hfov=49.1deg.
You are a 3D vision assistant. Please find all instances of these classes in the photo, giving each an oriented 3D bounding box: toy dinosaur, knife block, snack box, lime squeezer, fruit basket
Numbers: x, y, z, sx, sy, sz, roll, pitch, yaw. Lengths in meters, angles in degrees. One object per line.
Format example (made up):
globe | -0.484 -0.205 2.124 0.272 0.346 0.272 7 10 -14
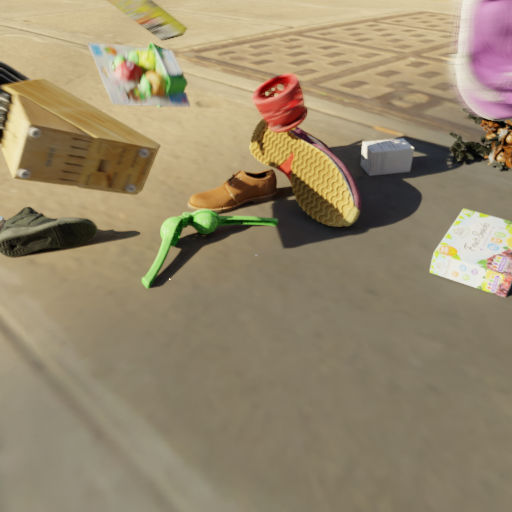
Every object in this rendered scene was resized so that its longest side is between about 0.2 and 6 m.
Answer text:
toy dinosaur | 5.902 -2.781 13.686 1.997 1.503 2.943 10 13 -11
knife block | -3.215 -2.122 8.667 2.815 0.901 2.472 4 38 -39
snack box | 4.050 -0.112 10.010 1.309 0.488 1.841 19 38 26
lime squeezer | -1.038 -0.459 10.484 3.125 0.589 1.104 -26 42 -35
fruit basket | -2.226 -3.552 10.866 1.676 0.786 1.553 -6 63 -41

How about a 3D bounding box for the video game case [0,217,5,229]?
video game case | -5.951 -0.145 10.326 1.620 0.201 2.263 4 34 6

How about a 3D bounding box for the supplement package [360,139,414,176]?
supplement package | 3.086 -2.341 13.253 1.041 0.631 0.624 -6 34 -9

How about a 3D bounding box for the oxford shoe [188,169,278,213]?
oxford shoe | -0.501 -1.426 11.817 2.037 0.726 0.726 -17 39 -21

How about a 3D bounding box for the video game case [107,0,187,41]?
video game case | -2.015 -4.392 10.112 1.297 0.183 1.436 29 3 -29

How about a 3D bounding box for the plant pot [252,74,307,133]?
plant pot | 0.524 -2.982 11.060 0.941 0.857 0.941 -21 38 17

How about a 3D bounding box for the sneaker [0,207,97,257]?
sneaker | -3.914 -0.566 10.535 1.750 0.669 1.002 -12 41 -8

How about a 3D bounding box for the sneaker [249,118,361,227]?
sneaker | 1.334 -1.834 11.939 1.531 1.273 3.398 1 40 -43

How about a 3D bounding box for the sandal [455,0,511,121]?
sandal | 4.113 -3.357 9.920 1.248 3.067 0.754 0 59 31
